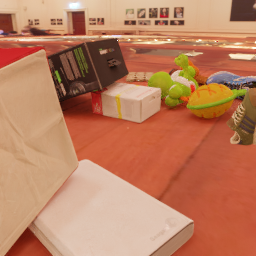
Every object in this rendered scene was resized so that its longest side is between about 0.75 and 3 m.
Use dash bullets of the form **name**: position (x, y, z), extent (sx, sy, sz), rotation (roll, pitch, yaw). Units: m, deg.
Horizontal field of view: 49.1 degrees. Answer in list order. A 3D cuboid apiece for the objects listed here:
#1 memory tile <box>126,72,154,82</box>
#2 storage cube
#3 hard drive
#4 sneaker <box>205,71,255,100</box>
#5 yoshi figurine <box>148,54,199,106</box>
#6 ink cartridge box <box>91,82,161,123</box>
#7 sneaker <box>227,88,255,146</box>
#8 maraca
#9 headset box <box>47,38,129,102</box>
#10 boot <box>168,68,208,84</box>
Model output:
- **memory tile**: position (0.609, -2.526, 13.839), extent (1.371, 0.150, 1.789), rotation (1, 23, 3)
- **storage cube**: position (-2.321, 0.189, 3.871), extent (2.212, 2.103, 2.460), rotation (6, 33, 24)
- **hard drive**: position (-0.526, 1.265, 4.208), extent (1.634, 0.325, 2.478), rotation (-20, 29, -39)
- **sneaker**: position (4.061, -1.553, 10.378), extent (2.389, 0.938, 1.065), rotation (0, 20, -2)
- **yoshi figurine**: position (1.600, -1.716, 10.197), extent (1.644, 1.650, 2.937), rotation (-8, 20, 24)
- **ink cartridge box**: position (-0.045, -0.848, 8.799), extent (1.809, 0.755, 1.313), rotation (13, 28, 30)
- **sneaker**: position (1.368, -0.089, 3.347), extent (0.359, 0.801, 0.268), rotation (-7, 37, 17)
- **maraca**: position (2.667, -0.878, 8.440), extent (1.878, 1.005, 1.288), rotation (-19, 16, -16)
- **headset box**: position (-1.676, -1.841, 9.180), extent (2.990, 1.387, 2.604), rotation (-14, 15, 22)
- **boot**: position (2.890, -2.102, 12.495), extent (1.923, 0.658, 1.810), rotation (27, 26, 35)
